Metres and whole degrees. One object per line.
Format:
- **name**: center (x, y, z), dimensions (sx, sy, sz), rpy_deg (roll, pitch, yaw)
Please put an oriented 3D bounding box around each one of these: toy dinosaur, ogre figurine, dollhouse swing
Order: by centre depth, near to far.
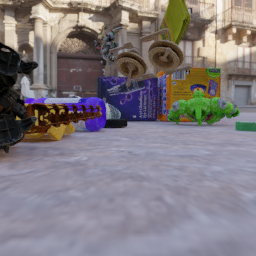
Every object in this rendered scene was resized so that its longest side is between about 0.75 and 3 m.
- **toy dinosaur**: center (-1.913, -0.285, 3.910), dimensions (2.952, 1.508, 2.004), rpy_deg (-24, -4, -22)
- **dollhouse swing**: center (-1.820, 0.099, 5.722), dimensions (1.236, 1.087, 1.123), rpy_deg (1, 45, 10)
- **ogre figurine**: center (2.693, -0.659, 10.310), dimensions (2.598, 1.275, 1.558), rpy_deg (17, -8, 22)

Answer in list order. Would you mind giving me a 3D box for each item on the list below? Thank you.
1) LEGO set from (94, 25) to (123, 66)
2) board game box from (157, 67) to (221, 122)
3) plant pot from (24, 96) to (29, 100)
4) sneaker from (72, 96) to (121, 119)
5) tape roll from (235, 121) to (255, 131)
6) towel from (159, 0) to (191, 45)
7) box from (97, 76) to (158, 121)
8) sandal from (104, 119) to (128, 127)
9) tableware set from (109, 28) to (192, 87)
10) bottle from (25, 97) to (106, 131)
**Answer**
- **LEGO set**: center (-0.661, -2.389, 7.998), dimensions (0.502, 1.150, 1.770), rpy_deg (13, 13, -36)
- **board game box**: center (2.869, -1.587, 13.792), dimensions (2.465, 2.463, 2.463), rpy_deg (-1, 4, -8)
- **plant pot**: center (-4.811, -0.813, 12.748), dimensions (1.189, 1.188, 1.682), rpy_deg (3, -4, 32)
- **sneaker**: center (-1.442, -0.574, 11.309), dimensions (1.254, 1.128, 2.906), rpy_deg (12, 2, -40)
- **tape roll**: center (3.540, -0.057, 7.835), dimensions (1.008, 0.242, 1.008), rpy_deg (0, 4, 0)
- **towel**: center (1.449, -3.424, 9.289), dimensions (0.262, 1.249, 2.902), rpy_deg (-18, -6, -4)
- **box**: center (-0.071, -1.419, 13.937), dimensions (2.910, 2.154, 1.518), rpy_deg (-2, 5, -10)
- **sandal**: center (-1.298, -0.389, 9.473), dimensions (2.811, 0.673, 1.057), rpy_deg (2, 4, 24)
- **tableware set**: center (0.457, -1.582, 6.937), dimensions (1.937, 0.388, 1.280), rpy_deg (-5, -38, 42)
- **bottle**: center (-2.024, -0.381, 7.678), dimensions (2.750, 0.898, 1.149), rpy_deg (1, 4, 8)
